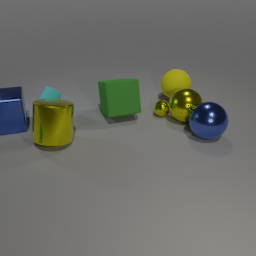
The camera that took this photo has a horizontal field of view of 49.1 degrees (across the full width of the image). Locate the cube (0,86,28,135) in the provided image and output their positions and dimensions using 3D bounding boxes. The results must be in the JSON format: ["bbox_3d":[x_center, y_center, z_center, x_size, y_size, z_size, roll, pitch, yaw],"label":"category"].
[{"bbox_3d":[-4.789,-0.686,11.001,1.400,1.400,1.400,-8,31,-16],"label":"cube"}]

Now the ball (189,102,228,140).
[{"bbox_3d":[2.950,-0.266,10.291,1.400,1.400,1.400,0,29,0],"label":"ball"}]

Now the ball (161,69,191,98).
[{"bbox_3d":[2.274,-2.068,13.256,1.400,1.400,1.400,0,29,0],"label":"ball"}]

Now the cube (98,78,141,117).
[{"bbox_3d":[-0.377,-1.317,11.773,1.400,1.400,1.400,-10,14,-16],"label":"cube"}]

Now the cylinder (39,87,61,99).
[{"bbox_3d":[-3.166,-1.188,11.331,0.700,0.700,0.700,14,69,24],"label":"cylinder"}]

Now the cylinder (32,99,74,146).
[{"bbox_3d":[-2.652,-0.230,9.940,1.400,1.400,1.400,5,15,-1],"label":"cylinder"}]

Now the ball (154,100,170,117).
[{"bbox_3d":[1.464,-0.843,12.038,0.700,0.700,0.700,0,29,0],"label":"ball"}]

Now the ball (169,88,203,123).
[{"bbox_3d":[2.371,-0.921,11.461,1.400,1.400,1.400,0,29,0],"label":"ball"}]
